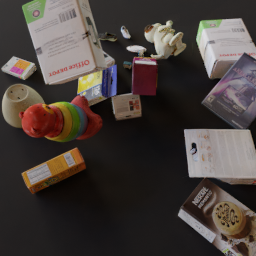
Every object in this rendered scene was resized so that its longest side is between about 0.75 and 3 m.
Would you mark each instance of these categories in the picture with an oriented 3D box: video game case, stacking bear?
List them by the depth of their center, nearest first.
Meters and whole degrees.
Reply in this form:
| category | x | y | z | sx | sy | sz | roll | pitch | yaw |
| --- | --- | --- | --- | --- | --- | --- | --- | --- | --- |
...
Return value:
| category | x | y | z | sx | sy | sz | roll | pitch | yaw |
| --- | --- | --- | --- | --- | --- | --- | --- | --- | --- |
| stacking bear | -2.117 | -0.213 | 8.444 | 1.335 | 2.347 | 1.425 | -45 | 71 | 22 |
| video game case | 4.875 | -1.521 | 11.830 | 2.104 | 0.279 | 2.945 | 40 | 87 | 15 |

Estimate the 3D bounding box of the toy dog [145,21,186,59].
| category | x | y | z | sx | sy | sz | roll | pitch | yaw |
| --- | --- | --- | --- | --- | --- | --- | --- | --- | --- |
| toy dog | 1.688 | -4.457 | 14.149 | 1.908 | 1.373 | 1.968 | -44 | 63 | 12 |

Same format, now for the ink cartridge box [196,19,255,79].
| category | x | y | z | sx | sy | sz | roll | pitch | yaw |
| --- | --- | --- | --- | --- | --- | --- | --- | --- | --- |
| ink cartridge box | 4.775 | -3.878 | 13.624 | 2.153 | 1.243 | 2.960 | -3 | 56 | -2 |

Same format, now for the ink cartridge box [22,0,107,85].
| category | x | y | z | sx | sy | sz | roll | pitch | yaw |
| --- | --- | --- | --- | --- | --- | --- | --- | --- | --- |
| ink cartridge box | -2.241 | -3.240 | 10.178 | 2.110 | 1.219 | 2.901 | -14 | 96 | 17 |

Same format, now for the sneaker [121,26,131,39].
| category | x | y | z | sx | sy | sz | roll | pitch | yaw |
| --- | --- | --- | --- | --- | --- | --- | --- | --- | --- |
| sneaker | -0.126 | -5.128 | 15.050 | 0.323 | 0.326 | 0.900 | -21 | 60 | -15 |

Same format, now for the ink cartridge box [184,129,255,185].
| category | x | y | z | sx | sy | sz | roll | pitch | yaw |
| --- | --- | --- | --- | --- | --- | --- | --- | --- | --- |
| ink cartridge box | 3.505 | 1.074 | 10.654 | 2.620 | 0.657 | 2.125 | 0 | 56 | 3 |

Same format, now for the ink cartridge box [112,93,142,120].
| category | x | y | z | sx | sy | sz | roll | pitch | yaw |
| --- | --- | --- | --- | --- | --- | --- | --- | --- | --- |
| ink cartridge box | -0.058 | -0.928 | 11.965 | 1.161 | 0.487 | 1.019 | -8 | 101 | -6 |

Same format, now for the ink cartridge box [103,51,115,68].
| category | x | y | z | sx | sy | sz | roll | pitch | yaw |
| --- | --- | --- | --- | --- | --- | --- | --- | --- | --- |
| ink cartridge box | -1.452 | -3.214 | 13.576 | 1.033 | 0.587 | 1.417 | -38 | 64 | -23 |

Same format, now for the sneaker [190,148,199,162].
| category | x | y | z | sx | sy | sz | roll | pitch | yaw |
| --- | --- | --- | --- | --- | --- | --- | --- | --- | --- |
| sneaker | 2.927 | 0.960 | 10.844 | 1.152 | 0.433 | 0.662 | -33 | 62 | -15 |

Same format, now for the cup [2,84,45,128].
| category | x | y | z | sx | sy | sz | roll | pitch | yaw |
| --- | --- | --- | --- | --- | --- | --- | --- | --- | --- |
| cup | -4.420 | -1.074 | 11.598 | 1.780 | 1.273 | 1.780 | 2 | 61 | -4 |

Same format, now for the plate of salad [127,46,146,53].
| category | x | y | z | sx | sy | sz | roll | pitch | yaw |
| --- | --- | --- | --- | --- | --- | --- | --- | --- | --- |
| plate of salad | 0.431 | -3.978 | 14.258 | 0.992 | 0.238 | 0.992 | 3 | 33 | -2 |

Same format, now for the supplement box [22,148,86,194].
| category | x | y | z | sx | sy | sz | roll | pitch | yaw |
| --- | --- | --- | --- | --- | --- | --- | --- | --- | --- |
| supplement box | -2.669 | 1.563 | 10.253 | 2.143 | 0.713 | 0.737 | -23 | 62 | -14 |

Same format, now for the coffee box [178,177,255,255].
| category | x | y | z | sx | sy | sz | roll | pitch | yaw |
| --- | --- | --- | --- | --- | --- | --- | --- | --- | --- |
| coffee box | 3.066 | 2.998 | 9.095 | 2.488 | 0.993 | 1.406 | 36 | 63 | 22 |

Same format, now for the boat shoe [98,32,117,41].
| category | x | y | z | sx | sy | sz | roll | pitch | yaw |
| --- | --- | --- | --- | --- | --- | --- | --- | --- | --- |
| boat shoe | -1.135 | -4.899 | 14.856 | 1.137 | 0.374 | 0.406 | 12 | 57 | 8 |

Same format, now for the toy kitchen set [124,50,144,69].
| category | x | y | z | sx | sy | sz | roll | pitch | yaw |
| --- | --- | --- | --- | --- | --- | --- | --- | --- | --- |
| toy kitchen set | 0.274 | -3.367 | 13.706 | 0.750 | 0.552 | 0.936 | 14 | 57 | 10 |

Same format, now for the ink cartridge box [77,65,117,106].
| category | x | y | z | sx | sy | sz | roll | pitch | yaw |
| --- | --- | --- | --- | --- | --- | --- | --- | --- | --- |
| ink cartridge box | -1.384 | -1.897 | 12.285 | 1.866 | 0.439 | 1.844 | -22 | 50 | 26 |

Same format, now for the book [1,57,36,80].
| category | x | y | z | sx | sy | sz | roll | pitch | yaw |
| --- | --- | --- | --- | --- | --- | --- | --- | --- | --- |
| book | -5.280 | -2.905 | 13.551 | 1.367 | 0.329 | 0.913 | 23 | 61 | 16 |

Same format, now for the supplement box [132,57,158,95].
| category | x | y | z | sx | sy | sz | roll | pitch | yaw |
| --- | --- | --- | --- | --- | --- | --- | --- | --- | --- |
| supplement box | 0.699 | -2.268 | 11.996 | 1.023 | 1.297 | 1.982 | 3 | 22 | 2 |
